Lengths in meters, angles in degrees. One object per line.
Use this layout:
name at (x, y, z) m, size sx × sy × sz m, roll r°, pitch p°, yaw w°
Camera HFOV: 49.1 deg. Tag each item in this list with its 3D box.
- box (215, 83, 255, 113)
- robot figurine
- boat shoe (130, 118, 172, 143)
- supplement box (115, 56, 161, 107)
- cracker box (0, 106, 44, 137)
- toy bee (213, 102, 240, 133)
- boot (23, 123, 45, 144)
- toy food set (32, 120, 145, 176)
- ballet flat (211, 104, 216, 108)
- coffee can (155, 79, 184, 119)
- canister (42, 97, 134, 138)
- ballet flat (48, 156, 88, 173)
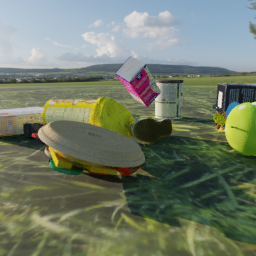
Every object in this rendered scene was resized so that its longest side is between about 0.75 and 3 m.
box at (6.143, -1.409, 14.275) m, size 2.854 × 1.676 × 2.807 m, roll 3°, pitch 12°, yaw 9°
robot figurine at (3.816, 0.026, 7.536) m, size 2.522 × 1.459 × 2.212 m, roll -1°, pitch -11°, yaw -2°
boat shoe at (0.690, 0.039, 9.350) m, size 0.700 × 0.812 × 2.226 m, roll -4°, pitch 5°, yaw 37°
supplement box at (0.467, -1.849, 11.493) m, size 0.978 × 0.957 × 1.891 m, roll 39°, pitch -5°, yaw 37°
cracker box at (-4.133, -0.301, 10.893) m, size 2.729 × 0.787 × 1.828 m, roll -9°, pitch 14°, yaw -34°
toy bee at (3.699, -0.160, 9.272) m, size 1.748 × 1.451 × 2.670 m, roll 10°, pitch -17°, yaw 7°
boot at (-2.673, 0.045, 9.584) m, size 1.235 × 0.655 × 1.876 m, roll -8°, pitch 16°, yaw -40°
toy food set at (-0.874, 0.430, 6.564) m, size 2.576 × 0.633 × 2.603 m, roll 12°, pitch 12°, yaw -26°
ballet flat at (5.553, -1.422, 17.889) m, size 0.315 × 0.315 × 0.861 m, roll 9°, pitch 17°, yaw 40°
coffee can at (2.030, -1.453, 13.903) m, size 1.371 × 1.873 × 1.371 m, roll 0°, pitch 11°, yaw 0°
canister at (-1.300, -0.264, 8.963) m, size 2.423 × 1.049 × 1.799 m, roll 4°, pitch -16°, yaw 32°
ballet flat at (-1.382, 0.821, 6.681) m, size 1.390 × 0.395 × 0.462 m, roll 16°, pitch 0°, yaw 37°
